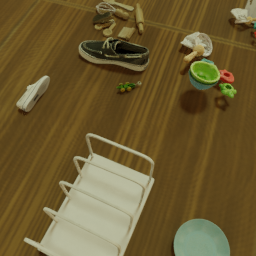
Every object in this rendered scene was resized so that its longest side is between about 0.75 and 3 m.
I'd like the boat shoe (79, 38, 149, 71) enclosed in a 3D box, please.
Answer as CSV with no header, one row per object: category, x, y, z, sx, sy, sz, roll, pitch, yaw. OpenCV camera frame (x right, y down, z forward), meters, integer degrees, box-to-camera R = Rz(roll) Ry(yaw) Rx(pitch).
boat shoe,-0.437,-2.401,8.548,2.257,0.719,0.798,13,61,7

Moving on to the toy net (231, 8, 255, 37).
toy net,4.184,-3.337,9.310,1.909,0.369,1.001,36,68,20

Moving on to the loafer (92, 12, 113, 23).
loafer,-0.856,-3.685,9.474,0.786,0.265,0.299,1,70,32

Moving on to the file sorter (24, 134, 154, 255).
file sorter,-0.640,1.606,5.822,1.725,1.548,2.486,21,62,11

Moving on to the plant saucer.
plant saucer,1.563,2.581,6.021,1.182,0.227,1.182,0,61,1

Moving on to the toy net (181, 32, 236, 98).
toy net,2.361,-2.082,8.251,1.481,0.545,2.823,6,51,-6

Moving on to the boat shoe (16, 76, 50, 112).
boat shoe,-2.695,-1.046,7.941,0.404,0.455,1.237,25,62,9

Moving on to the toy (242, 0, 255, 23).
toy,5.194,-3.962,9.379,2.316,0.547,1.334,22,103,21

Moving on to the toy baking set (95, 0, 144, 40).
toy baking set,-0.295,-3.892,9.658,1.680,0.255,2.189,0,61,0

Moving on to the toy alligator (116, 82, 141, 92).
toy alligator,0.023,-1.200,8.194,0.760,0.183,0.252,-10,61,-13
